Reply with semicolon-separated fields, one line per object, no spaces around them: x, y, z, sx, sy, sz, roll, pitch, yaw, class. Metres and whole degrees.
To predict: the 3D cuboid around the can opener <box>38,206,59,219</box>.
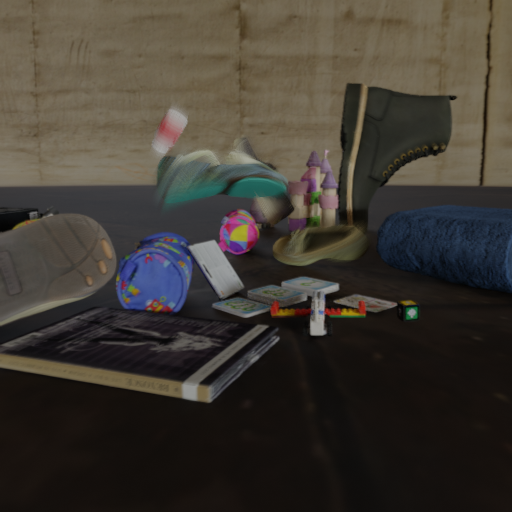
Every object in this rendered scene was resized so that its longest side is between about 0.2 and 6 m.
-4.768;-0.697;12.775;0.741;0.591;2.216;-32;17;-9;can opener

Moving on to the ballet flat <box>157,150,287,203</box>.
-0.521;-1.361;9.097;2.312;0.858;0.858;-6;11;-34;ballet flat

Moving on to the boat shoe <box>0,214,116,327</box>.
-2.670;0.359;5.049;2.784;1.037;1.020;-11;-10;-35;boat shoe

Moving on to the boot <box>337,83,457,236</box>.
2.546;-1.636;10.202;2.056;2.973;1.152;4;2;5;boot

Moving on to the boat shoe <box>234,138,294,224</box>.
0.180;-1.646;11.766;0.633;1.954;0.703;-26;1;19;boat shoe

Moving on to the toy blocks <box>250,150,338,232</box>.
1.238;-1.640;13.773;2.288;1.926;2.138;5;11;29;toy blocks

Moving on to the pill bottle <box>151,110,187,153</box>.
-1.477;-2.080;9.415;0.376;0.669;0.376;30;24;-15;pill bottle

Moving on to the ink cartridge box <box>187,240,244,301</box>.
-0.505;0.171;6.577;0.146;0.718;0.720;-35;-7;21;ink cartridge box

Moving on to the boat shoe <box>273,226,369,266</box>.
0.882;-0.201;8.430;1.573;0.574;0.495;0;-28;36;boat shoe

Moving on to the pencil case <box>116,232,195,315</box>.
-1.109;0.154;6.325;0.802;0.721;1.847;28;6;-8;pencil case

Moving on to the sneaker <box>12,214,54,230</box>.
-3.733;-0.239;9.361;0.847;0.733;1.875;-16;11;-14;sneaker

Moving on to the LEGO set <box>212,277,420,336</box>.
0.650;0.403;5.813;1.455;0.478;1.948;-12;15;-38;LEGO set

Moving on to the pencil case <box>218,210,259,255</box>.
-0.341;-0.468;10.376;0.747;0.747;1.691;0;8;0;pencil case

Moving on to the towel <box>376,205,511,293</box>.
3.533;0.002;6.763;2.146;0.933;3.844;-9;14;-41;towel

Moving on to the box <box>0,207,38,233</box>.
-5.706;-0.733;12.332;1.066;0.596;1.510;6;11;14;box

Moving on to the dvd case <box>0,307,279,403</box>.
-0.946;0.734;4.599;1.936;0.155;1.440;3;10;20;dvd case
